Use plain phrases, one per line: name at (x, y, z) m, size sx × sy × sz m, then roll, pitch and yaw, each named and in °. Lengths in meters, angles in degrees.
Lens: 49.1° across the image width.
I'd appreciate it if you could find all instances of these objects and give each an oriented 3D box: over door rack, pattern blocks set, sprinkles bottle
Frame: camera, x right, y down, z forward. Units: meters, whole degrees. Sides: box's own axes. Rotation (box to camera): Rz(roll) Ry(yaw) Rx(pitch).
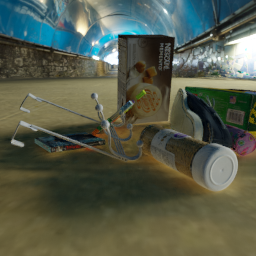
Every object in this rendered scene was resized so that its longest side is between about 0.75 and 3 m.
over door rack at (-0.932, -0.168, 5.392) m, size 2.268 × 0.755 × 1.675 m, roll 11°, pitch 21°, yaw -18°
pattern blocks set at (-0.218, -0.358, 6.985) m, size 1.677 × 0.155 × 1.908 m, roll -39°, pitch 3°, yaw 18°
sprinkles bottle at (0.875, 0.406, 4.658) m, size 0.647 × 0.647 × 1.897 m, roll -6°, pitch 13°, yaw -25°

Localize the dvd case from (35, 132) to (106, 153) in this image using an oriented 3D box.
dvd case at (-1.249, 0.292, 6.060) m, size 1.253 × 0.138 × 0.914 m, roll -8°, pitch 15°, yaw -35°

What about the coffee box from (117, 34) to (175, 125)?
coffee box at (0.480, -1.477, 8.448) m, size 1.445 × 2.526 × 1.007 m, roll -5°, pitch 24°, yaw -16°

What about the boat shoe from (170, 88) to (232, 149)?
boat shoe at (1.586, -0.240, 6.479) m, size 0.874 × 1.059 × 2.827 m, roll 9°, pitch 17°, yaw -4°

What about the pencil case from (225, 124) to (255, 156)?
pencil case at (2.136, 0.212, 5.895) m, size 0.511 × 0.511 × 1.168 m, roll -3°, pitch 14°, yaw -14°

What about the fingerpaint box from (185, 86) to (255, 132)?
fingerpaint box at (3.267, -0.644, 8.190) m, size 2.177 × 0.957 × 2.609 m, roll -1°, pitch 13°, yaw -26°
